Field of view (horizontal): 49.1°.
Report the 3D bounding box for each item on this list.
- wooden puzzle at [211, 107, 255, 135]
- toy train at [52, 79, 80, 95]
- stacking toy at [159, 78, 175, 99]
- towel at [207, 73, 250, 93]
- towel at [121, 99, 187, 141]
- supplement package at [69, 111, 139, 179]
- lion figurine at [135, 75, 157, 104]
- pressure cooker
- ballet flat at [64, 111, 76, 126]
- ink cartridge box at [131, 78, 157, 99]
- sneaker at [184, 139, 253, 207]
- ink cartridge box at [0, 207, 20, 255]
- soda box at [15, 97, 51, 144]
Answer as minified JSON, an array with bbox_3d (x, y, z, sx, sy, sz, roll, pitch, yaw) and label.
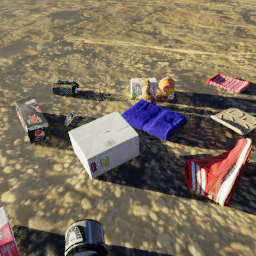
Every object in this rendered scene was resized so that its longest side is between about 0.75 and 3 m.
[{"bbox_3d":[4.493,-0.244,11.469,1.667,0.386,1.544,-17,38,-31],"label":"wooden puzzle"},{"bbox_3d":[-3.113,-1.995,13.916,1.379,0.588,0.786,4,47,2],"label":"toy train"},{"bbox_3d":[1.985,-1.814,13.633,0.820,0.820,1.122,-3,52,-4],"label":"stacking toy"},{"bbox_3d":[5.289,-2.380,14.754,1.863,0.209,1.347,28,43,34],"label":"towel"},{"bbox_3d":[1.042,-0.430,11.512,2.366,0.586,1.747,23,39,30],"label":"towel"},{"bbox_3d":[-0.766,0.523,9.357,1.850,1.026,1.441,-25,49,-19],"label":"supplement package"},{"bbox_3d":[0.827,-1.714,12.751,0.918,1.499,0.543,0,15,34],"label":"lion figurine"},{"bbox_3d":[-0.960,2.777,6.446,0.966,0.951,1.081,4,34,-13],"label":"pressure cooker"},{"bbox_3d":[-2.461,-0.448,11.809,0.311,0.311,0.897,7,35,10],"label":"ballet flat"},{"bbox_3d":[0.754,-1.896,13.433,1.192,0.868,0.501,-1,34,-2],"label":"ink cartridge box"},{"bbox_3d":[2.820,1.024,8.914,1.683,1.142,2.914,21,38,26],"label":"sneaker"},{"bbox_3d":[-3.591,2.796,6.641,1.632,0.688,1.181,-19,38,-26],"label":"ink cartridge box"},{"bbox_3d":[-3.848,-0.371,11.273,0.850,0.761,2.404,-17,38,-24],"label":"soda box"}]
